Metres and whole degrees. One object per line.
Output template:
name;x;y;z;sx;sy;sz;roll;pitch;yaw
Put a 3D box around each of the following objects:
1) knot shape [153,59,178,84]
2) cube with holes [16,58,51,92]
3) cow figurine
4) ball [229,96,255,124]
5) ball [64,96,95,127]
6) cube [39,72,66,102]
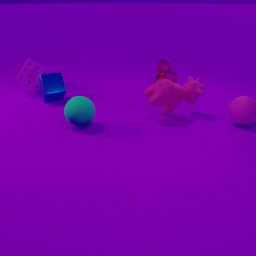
knot shape;1.470;-1.986;11.028;0.707;1.432;1.530;-9;12;24
cube with holes;-3.895;-2.215;11.571;0.970;0.970;0.970;31;3;-22
cow figurine;1.586;-1.197;9.176;1.688;1.661;0.927;30;27;-46
ball;3.643;-0.565;8.844;0.882;0.882;0.882;0;27;0
ball;-1.495;-0.512;8.704;0.936;0.936;0.936;0;27;0
cube;-2.907;-1.558;10.744;0.809;0.809;0.809;-13;-11;-24
